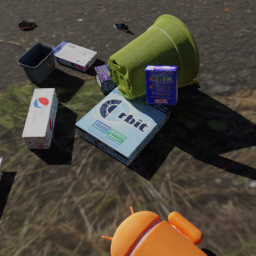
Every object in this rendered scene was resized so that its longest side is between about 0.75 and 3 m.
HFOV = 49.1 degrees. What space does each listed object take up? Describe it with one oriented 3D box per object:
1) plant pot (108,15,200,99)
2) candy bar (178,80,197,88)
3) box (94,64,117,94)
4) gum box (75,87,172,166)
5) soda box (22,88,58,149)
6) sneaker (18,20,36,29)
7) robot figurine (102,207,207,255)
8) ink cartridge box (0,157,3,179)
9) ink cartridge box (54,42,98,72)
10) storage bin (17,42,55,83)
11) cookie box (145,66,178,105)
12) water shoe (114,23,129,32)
[{"bbox_3d":[0.718,-2.246,9.954,2.490,2.622,2.622,-31,58,-17],"label":"plant pot"},{"bbox_3d":[1.741,-1.728,11.346,2.304,0.255,0.574,-18,54,-14],"label":"candy bar"},{"bbox_3d":[-0.556,-2.076,11.336,1.351,0.704,0.999,-19,53,-14],"label":"box"},{"bbox_3d":[-0.115,-0.253,9.957,2.257,0.592,2.657,30,57,21],"label":"gum box"},{"bbox_3d":[-3.069,-0.385,9.977,0.776,0.725,2.279,-1,51,-1],"label":"soda box"},{"bbox_3d":[-5.095,-5.257,14.087,0.891,0.365,0.343,-26,56,-19],"label":"sneaker"},{"bbox_3d":[0.769,3.117,6.646,2.811,1.639,2.022,35,100,24],"label":"robot figurine"},{"bbox_3d":[-4.500,1.791,8.468,0.985,0.388,1.981,3,53,2],"label":"ink cartridge box"},{"bbox_3d":[-2.404,-3.207,12.451,1.844,0.387,1.101,24,55,14],"label":"ink cartridge box"},{"bbox_3d":[-3.585,-2.614,11.564,1.106,1.021,1.520,19,55,15],"label":"storage bin"},{"bbox_3d":[1.052,-1.330,8.749,0.974,1.139,0.428,5,32,18],"label":"cookie box"},{"bbox_3d":[-0.326,-5.117,13.991,0.862,0.340,0.308,26,56,20],"label":"water shoe"}]
